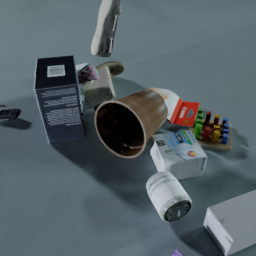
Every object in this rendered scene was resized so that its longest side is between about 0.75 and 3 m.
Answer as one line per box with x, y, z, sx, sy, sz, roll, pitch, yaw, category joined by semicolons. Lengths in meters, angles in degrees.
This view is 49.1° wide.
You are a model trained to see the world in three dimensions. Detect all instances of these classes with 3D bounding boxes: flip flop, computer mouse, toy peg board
-1.382;-2.464;13.316;2.723;1.104;0.784;-18;68;-24;flip flop
-5.007;-0.615;11.493;1.486;0.342;1.043;-6;36;2;computer mouse
3.109;-0.025;10.378;1.533;0.753;1.539;9;40;12;toy peg board

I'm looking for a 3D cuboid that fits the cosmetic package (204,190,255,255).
3.110;2.390;7.324;1.966;0.887;1.050;-15;41;-14;cosmetic package

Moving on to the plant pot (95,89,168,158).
0.284;-0.330;9.914;2.081;2.081;2.061;24;37;27;plant pot

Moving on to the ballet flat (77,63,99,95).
-2.372;-1.760;12.105;2.733;0.973;0.945;-26;13;26;ballet flat

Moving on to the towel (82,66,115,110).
-1.309;-1.771;12.280;1.367;0.356;2.062;-23;50;13;towel

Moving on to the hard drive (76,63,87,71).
-2.605;-2.978;14.498;1.409;0.188;0.929;-21;43;-23;hard drive

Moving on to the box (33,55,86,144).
-2.492;-1.101;10.429;1.478;2.344;2.384;-8;39;-9;box

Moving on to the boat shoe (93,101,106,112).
-0.683;-0.778;11.496;1.431;0.535;0.475;1;26;-14;boat shoe

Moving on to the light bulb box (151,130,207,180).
1.604;0.883;9.146;1.406;0.877;1.394;-9;40;-10;light bulb box

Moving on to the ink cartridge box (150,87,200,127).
1.707;-0.916;11.563;2.249;0.564;1.824;8;39;20;ink cartridge box

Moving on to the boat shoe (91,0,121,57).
-0.648;-3.701;9.835;0.706;2.479;0.829;8;23;-31;boat shoe

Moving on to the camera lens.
1.126;1.914;7.804;0.944;0.944;1.181;-14;41;-17;camera lens

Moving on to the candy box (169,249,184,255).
1.207;3.358;6.550;0.647;0.276;0.771;-29;47;-31;candy box
